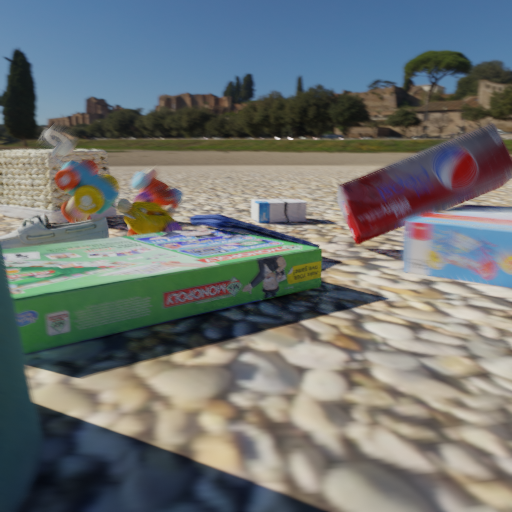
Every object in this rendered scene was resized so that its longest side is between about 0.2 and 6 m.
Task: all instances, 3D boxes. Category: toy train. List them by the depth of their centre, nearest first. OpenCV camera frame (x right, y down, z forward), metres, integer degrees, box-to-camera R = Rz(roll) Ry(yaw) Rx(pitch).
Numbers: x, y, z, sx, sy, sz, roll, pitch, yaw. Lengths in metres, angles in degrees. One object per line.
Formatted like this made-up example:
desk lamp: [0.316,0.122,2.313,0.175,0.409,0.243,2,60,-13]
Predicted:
toy train: [-2.646,-1.102,10.681,3.178,0.884,2.387,21,26,-45]

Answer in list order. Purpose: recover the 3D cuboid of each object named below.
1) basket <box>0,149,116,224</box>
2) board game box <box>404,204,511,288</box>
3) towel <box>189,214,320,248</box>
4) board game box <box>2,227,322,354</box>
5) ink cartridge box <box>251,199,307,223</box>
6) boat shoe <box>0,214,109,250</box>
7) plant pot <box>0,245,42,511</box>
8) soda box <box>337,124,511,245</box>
basket: [-5.188,-1.872,14.438,2.816,1.737,1.909,10,16,38]
board game box: [4.095,-0.186,8.408,2.838,0.793,2.778,9,15,37]
towel: [-0.055,-0.341,9.261,1.889,0.225,1.368,16,-3,-26]
board game box: [-1.478,0.206,7.006,3.900,0.568,2.624,-9,15,-37]
ink cartridge box: [0.550,-1.116,13.769,1.214,0.511,0.878,-2,12,-11]
boat shoe: [-3.560,-0.328,9.273,2.209,0.726,0.795,-2,11,-8]
plant pot: [-2.920,-0.015,2.667,3.388,2.719,3.388,0,11,0]
soda box: [2.917,-1.213,9.804,2.868,1.004,0.909,-22,-11,2]
